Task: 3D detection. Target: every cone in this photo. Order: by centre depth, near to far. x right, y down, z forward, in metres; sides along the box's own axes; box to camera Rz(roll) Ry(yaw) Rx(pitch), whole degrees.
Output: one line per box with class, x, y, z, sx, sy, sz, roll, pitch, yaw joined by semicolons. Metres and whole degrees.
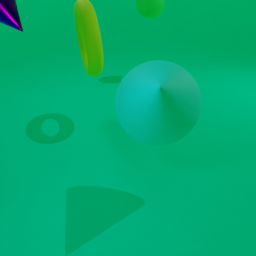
cone;0.467;-0.483;4.278;1.544;1.544;1.550;3;-2;5
cone;-2.860;-2.704;6.717;1.035;1.032;1.032;49;38;-2

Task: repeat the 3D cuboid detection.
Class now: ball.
ball;0.893;-5.023;11.264;1.148;1.148;1.148;0;28;0

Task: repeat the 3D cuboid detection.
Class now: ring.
ring;-1.066;-2.389;7.525;0.403;2.017;2.017;-13;30;-12
